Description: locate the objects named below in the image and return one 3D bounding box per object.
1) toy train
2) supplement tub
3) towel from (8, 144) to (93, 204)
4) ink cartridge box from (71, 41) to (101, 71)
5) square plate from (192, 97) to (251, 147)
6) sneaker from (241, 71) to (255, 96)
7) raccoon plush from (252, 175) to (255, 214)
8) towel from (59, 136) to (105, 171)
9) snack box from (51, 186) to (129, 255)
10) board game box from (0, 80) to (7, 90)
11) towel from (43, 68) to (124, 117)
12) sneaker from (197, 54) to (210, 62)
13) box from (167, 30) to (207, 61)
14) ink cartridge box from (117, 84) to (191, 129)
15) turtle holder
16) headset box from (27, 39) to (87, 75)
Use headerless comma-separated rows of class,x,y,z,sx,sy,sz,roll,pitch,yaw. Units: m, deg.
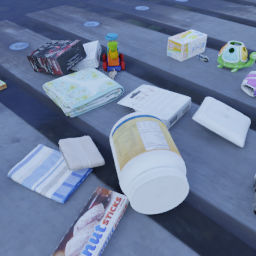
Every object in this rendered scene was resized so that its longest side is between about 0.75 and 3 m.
toy train,-0.718,-3.537,13.848,1.115,1.524,2.634,-4,39,-3
supplement tub,0.554,0.934,8.084,1.856,1.856,2.566,-7,40,-9
towel,-2.439,1.350,8.828,2.239,0.267,1.644,19,43,22
ink cartridge box,-2.832,-3.648,14.943,2.713,0.641,2.171,-13,38,10
square plate,3.582,-0.364,10.423,1.988,0.283,1.969,32,42,11
sneaker,6.144,-1.658,12.214,2.328,0.844,1.327,22,50,35
raccoon plush,4.236,1.909,7.739,1.234,0.891,1.841,20,42,11
towel,-1.567,0.771,9.192,1.163,0.303,1.756,-8,30,-25
snack box,-0.976,2.694,7.098,0.989,0.334,2.751,16,41,18
board game box,-6.799,-2.167,13.136,2.240,0.336,1.070,30,47,28
towel,-1.967,-1.690,12.203,2.823,0.680,2.416,-26,48,-28
sneaker,4.101,-3.798,15.219,0.759,0.292,0.323,36,41,27
box,3.262,-4.611,15.568,2.024,1.026,1.138,-28,47,-30
ink cartridge box,1.074,-0.928,11.497,2.410,0.570,1.929,21,44,32
turtle holder,5.454,-3.612,14.157,1.347,1.259,1.773,-21,43,-24
headset box,-3.393,-3.516,13.733,2.481,0.931,1.844,12,48,34
